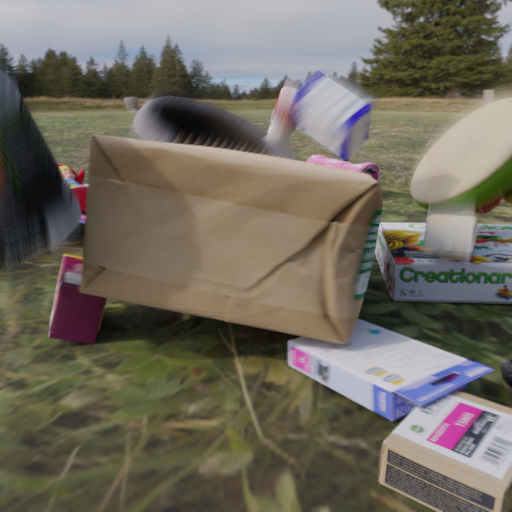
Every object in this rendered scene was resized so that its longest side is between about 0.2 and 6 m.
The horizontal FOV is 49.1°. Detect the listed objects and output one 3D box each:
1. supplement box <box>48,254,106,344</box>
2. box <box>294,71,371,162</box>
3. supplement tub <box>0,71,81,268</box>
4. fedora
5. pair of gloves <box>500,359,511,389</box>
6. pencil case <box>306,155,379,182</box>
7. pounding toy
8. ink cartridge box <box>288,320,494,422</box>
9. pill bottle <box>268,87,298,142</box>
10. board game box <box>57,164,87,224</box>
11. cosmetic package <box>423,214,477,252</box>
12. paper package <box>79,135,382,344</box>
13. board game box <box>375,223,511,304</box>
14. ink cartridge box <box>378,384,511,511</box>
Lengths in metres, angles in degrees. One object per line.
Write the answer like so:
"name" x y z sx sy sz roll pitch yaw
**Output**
"supplement box" -2.085 0.479 6.592 0.537 0.681 1.041 13 15 -20
"box" 1.009 -1.828 7.407 0.903 0.474 0.831 39 -8 18
"supplement tub" -2.558 -0.925 5.251 1.154 1.883 1.154 -15 29 9
"fedora" -1.006 -1.853 11.177 3.234 1.460 2.860 30 34 11
"pair of gloves" 3.983 1.096 5.407 2.820 0.391 3.165 11 24 27
"pencil case" 2.145 -2.081 14.351 0.930 0.890 2.150 34 -8 -40
"pounding toy" 3.591 -1.355 8.086 1.181 2.544 1.964 40 17 -18
"ink cartridge box" 1.209 1.065 5.341 1.020 0.359 1.710 -11 14 -33
"pill bottle" 0.487 -2.255 8.954 0.442 0.774 0.442 15 36 -11
"board game box" -3.607 -1.316 10.531 3.454 0.673 2.729 18 8 5
"cosmetic package" 2.590 -0.324 7.404 0.604 0.408 1.148 6 8 21
"paper package" -0.103 -0.422 6.904 3.079 1.671 3.230 10 10 9
"board game box" 3.568 0.059 8.178 3.409 0.590 2.152 1 18 5
"ink cartridge box" 1.555 1.466 4.206 0.871 0.397 1.057 15 24 36
